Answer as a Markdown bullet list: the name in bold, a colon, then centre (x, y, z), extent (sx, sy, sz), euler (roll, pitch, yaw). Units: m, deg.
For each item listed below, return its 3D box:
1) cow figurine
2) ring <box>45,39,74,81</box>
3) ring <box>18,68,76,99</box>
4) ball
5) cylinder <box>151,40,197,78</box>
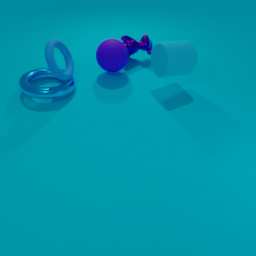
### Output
- **cow figurine**: centre (0.257, -3.377, 11.798), extent (1.450, 1.474, 0.809), euler (5, 69, -37)
- **ring**: centre (-2.372, -2.383, 9.792), extent (0.295, 1.473, 1.473), euler (-11, 40, 21)
- **ring**: centre (-2.936, -1.667, 10.248), extent (2.042, 0.408, 2.042), euler (4, 35, -3)
- **ball**: centre (-0.604, -2.775, 10.753), extent (1.258, 1.258, 1.258), euler (0, 44, 0)
- **cylinder**: centre (1.591, -2.419, 9.821), extent (1.194, 1.194, 1.194), euler (-11, 44, -24)
